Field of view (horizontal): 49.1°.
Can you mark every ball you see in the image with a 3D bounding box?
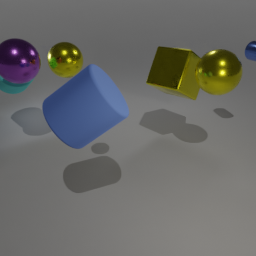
[{"bbox_3d":[-3.500,-2.114,8.888,1.400,1.400,1.400,0,30,0],"label":"ball"},{"bbox_3d":[-2.480,-2.699,11.137,1.400,1.400,1.400,0,30,0],"label":"ball"},{"bbox_3d":[2.781,-1.709,8.638,1.400,1.400,1.400,0,30,0],"label":"ball"}]

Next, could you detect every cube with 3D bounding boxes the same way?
[{"bbox_3d":[1.751,-1.937,9.978,1.400,1.400,1.400,21,4,40],"label":"cube"}]

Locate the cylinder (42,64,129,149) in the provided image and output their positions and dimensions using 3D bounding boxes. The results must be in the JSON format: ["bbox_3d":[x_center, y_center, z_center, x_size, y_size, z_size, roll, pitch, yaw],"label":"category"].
[{"bbox_3d":[-0.926,-0.467,6.304,1.400,1.400,1.400,-34,26,15],"label":"cylinder"}]

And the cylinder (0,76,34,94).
[{"bbox_3d":[-4.229,-2.067,10.370,1.400,1.400,1.400,-18,5,-29],"label":"cylinder"}]

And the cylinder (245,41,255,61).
[{"bbox_3d":[4.682,-2.729,10.001,0.700,0.700,0.700,-8,23,-14],"label":"cylinder"}]
